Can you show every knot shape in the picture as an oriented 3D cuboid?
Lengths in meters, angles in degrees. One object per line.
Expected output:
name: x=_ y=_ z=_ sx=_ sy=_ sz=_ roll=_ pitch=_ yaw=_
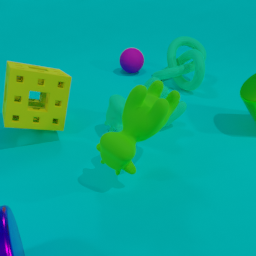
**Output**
knot shape: x=1.776 y=-1.934 z=8.807 sx=1.925 sy=0.889 sz=1.801 roll=-44 pitch=43 yaw=6

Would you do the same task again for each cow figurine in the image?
cow figurine: x=0.179 y=0.003 z=5.165 sx=0.903 sy=1.619 sz=1.645 roll=35 pitch=29 yaw=15
cow figurine: x=0.357 y=-0.377 z=6.694 sx=1.692 sy=1.665 sz=0.929 roll=31 pitch=18 yaw=-37

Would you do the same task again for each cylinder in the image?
cylinder: x=-1.898 y=1.690 z=3.224 sx=1.257 sy=1.257 sz=1.257 roll=-14 pitch=35 yaw=-20
cylinder: x=3.388 y=-0.643 z=6.599 sx=1.111 sy=1.111 sz=1.111 roll=-31 pitch=31 yaw=21

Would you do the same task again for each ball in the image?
ball: x=0.133 y=-2.382 z=9.896 sx=0.872 sy=0.872 sz=0.872 roll=0 pitch=33 yaw=0

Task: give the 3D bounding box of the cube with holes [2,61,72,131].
cube with holes: x=-2.142 y=-0.748 z=6.444 sx=1.239 sy=1.239 sz=1.239 roll=4 pitch=16 yaw=-27
